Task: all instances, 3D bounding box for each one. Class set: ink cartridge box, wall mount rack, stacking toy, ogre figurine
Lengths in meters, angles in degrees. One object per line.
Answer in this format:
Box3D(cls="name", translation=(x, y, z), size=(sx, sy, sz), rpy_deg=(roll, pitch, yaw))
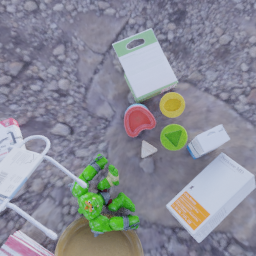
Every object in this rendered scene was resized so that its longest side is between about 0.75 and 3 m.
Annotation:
Box3D(cls="ink cartridge box", translation=(2.153, 0.406, 7.626), size=(0.813, 1.121, 0.469), rpy_deg=(-25, 76, -7))
Box3D(cls="ink cartridge box", translation=(0.499, -1.885, 8.516), size=(1.374, 0.453, 1.889), rpy_deg=(-24, 83, -6))
Box3D(cls="ink cartridge box", translation=(-3.457, 0.374, 7.982), size=(0.798, 0.465, 1.096), rpy_deg=(-22, 77, -6))
Box3D(cls="wall mount rack", translation=(-2.186, 1.300, 6.230), size=(2.063, 0.885, 2.375), rpy_deg=(15, 45, 15))
Box3D(cls="stacking toy", translation=(0.833, -0.100, 8.143), size=(1.786, 0.754, 1.616), rpy_deg=(-16, 99, 3))
Box3D(cls="ogre figurine", translation=(-0.666, 1.869, 7.310), size=(1.262, 1.033, 2.105), rpy_deg=(-27, 100, -23))

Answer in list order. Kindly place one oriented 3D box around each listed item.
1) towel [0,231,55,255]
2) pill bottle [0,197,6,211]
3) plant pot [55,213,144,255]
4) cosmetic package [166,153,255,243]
Box3D(cls="towel", translation=(-2.778, 4.304, 6.920), size=(2.056, 0.420, 2.809), rpy_deg=(30, 77, 6))
Box3D(cls="pill bottle", translation=(-3.906, 1.884, 7.376), size=(1.259, 0.754, 0.754), rpy_deg=(-9, 74, 3))
Box3D(cls="plant pot", translation=(-0.696, 3.195, 6.889), size=(2.186, 0.300, 2.186), rpy_deg=(9, 51, -11))
Box3D(cls="cosmetic package", translation=(2.118, 1.751, 7.158), size=(2.065, 0.736, 1.048), rpy_deg=(-42, 48, -7))
